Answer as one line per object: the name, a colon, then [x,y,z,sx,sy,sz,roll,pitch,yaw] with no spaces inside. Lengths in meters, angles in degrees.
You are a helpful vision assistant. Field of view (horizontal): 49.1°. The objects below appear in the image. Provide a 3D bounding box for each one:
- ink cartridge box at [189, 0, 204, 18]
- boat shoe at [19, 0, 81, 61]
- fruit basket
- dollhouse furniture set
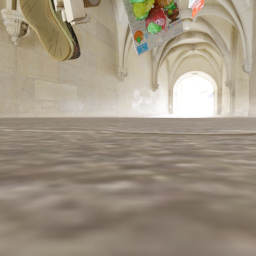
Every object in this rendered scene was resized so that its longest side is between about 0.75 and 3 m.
ink cartridge box: [2.241,-4.132,9.143,0.184,0.734,0.845,11,-9,-12]
boat shoe: [-2.258,-3.104,8.087,1.009,2.756,0.893,-27,-6,23]
fruit basket: [0.746,-3.226,7.536,1.862,2.011,0.943,-32,29,-23]
dollhouse furniture set: [-0.835,-3.006,5.845,1.274,1.487,1.564,-15,17,-19]
